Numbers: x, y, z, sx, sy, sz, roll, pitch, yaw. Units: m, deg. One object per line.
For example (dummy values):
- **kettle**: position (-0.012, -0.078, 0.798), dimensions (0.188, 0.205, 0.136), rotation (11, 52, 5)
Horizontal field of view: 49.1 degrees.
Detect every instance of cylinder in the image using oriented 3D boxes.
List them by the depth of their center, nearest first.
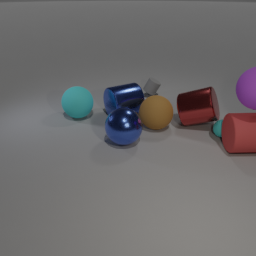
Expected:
- **cylinder**: position (4.229, 0.163, 9.915), dimensions (1.400, 1.400, 1.400), rotation (-1, 28, 0)
- **cylinder**: position (2.885, -0.870, 11.483), dimensions (1.400, 1.400, 1.400), rotation (-11, 21, 27)
- **cylinder**: position (-0.191, -1.231, 12.546), dimensions (1.400, 1.400, 1.400), rotation (-15, 32, -26)
- **cylinder**: position (1.260, -2.183, 14.696), dimensions (0.700, 0.700, 0.700), rotation (26, 24, -13)

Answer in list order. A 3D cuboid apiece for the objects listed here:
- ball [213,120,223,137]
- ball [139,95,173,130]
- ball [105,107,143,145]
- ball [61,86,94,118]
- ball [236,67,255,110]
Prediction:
- **ball**: position (3.702, 0.020, 10.994), dimensions (0.700, 0.700, 0.700), rotation (0, 28, 0)
- **ball**: position (1.153, -0.635, 11.467), dimensions (1.400, 1.400, 1.400), rotation (0, 28, 0)
- **ball**: position (-0.156, -0.057, 10.352), dimensions (1.400, 1.400, 1.400), rotation (0, 28, 0)
- **ball**: position (-2.231, -1.136, 12.396), dimensions (1.400, 1.400, 1.400), rotation (0, 28, 0)
- **ball**: position (4.214, -1.274, 9.003), dimensions (1.400, 1.400, 1.400), rotation (0, 28, 0)
